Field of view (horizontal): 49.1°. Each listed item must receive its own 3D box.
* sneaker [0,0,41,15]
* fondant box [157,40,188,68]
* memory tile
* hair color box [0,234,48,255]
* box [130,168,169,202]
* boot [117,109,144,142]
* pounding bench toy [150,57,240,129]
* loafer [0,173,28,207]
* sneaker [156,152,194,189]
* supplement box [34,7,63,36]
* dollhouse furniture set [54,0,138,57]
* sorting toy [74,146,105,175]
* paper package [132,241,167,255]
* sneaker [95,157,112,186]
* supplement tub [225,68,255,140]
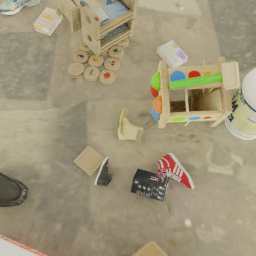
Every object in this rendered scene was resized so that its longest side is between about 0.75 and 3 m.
[{"bbox_3d":[-4.894,-5.718,12.339,1.947,0.840,0.755,-31,69,-14],"label":"sneaker"},{"bbox_3d":[1.795,-2.979,11.360,0.762,0.307,1.056,-31,70,-14],"label":"fondant box"},{"bbox_3d":[-1.182,-2.983,11.413,1.960,0.215,2.558,14,66,7],"label":"memory tile"},{"bbox_3d":[-2.843,4.225,7.659,2.935,0.938,1.628,18,67,10],"label":"hair color box"},{"bbox_3d":[0.693,1.779,8.815,1.074,0.569,0.656,14,22,11],"label":"box"},{"bbox_3d":[0.120,-0.095,9.949,0.906,0.424,1.165,7,66,4],"label":"boot"},{"bbox_3d":[1.903,-1.202,8.789,2.284,2.928,1.819,-2,77,1],"label":"pounding bench toy"},{"bbox_3d":[-4.606,1.705,8.755,2.934,1.061,1.068,14,65,5],"label":"loafer"},{"bbox_3d":[1.487,1.524,9.151,0.791,0.501,1.406,-26,60,-16],"label":"sneaker"},{"bbox_3d":[-3.416,-4.597,12.046,0.719,0.419,1.140,22,66,9],"label":"supplement box"},{"bbox_3d":[-1.320,-4.776,11.010,1.961,1.950,2.782,-37,75,-20],"label":"dollhouse furniture set"},{"bbox_3d":[-1.310,1.110,9.557,0.835,0.152,0.773,35,70,20],"label":"sorting toy"},{"bbox_3d":[0.493,4.661,7.258,2.491,1.289,2.374,-40,71,-17],"label":"paper package"},{"bbox_3d":[-0.706,1.478,9.281,0.487,0.347,0.982,18,72,6],"label":"sneaker"},{"bbox_3d":[4.240,-0.704,9.170,1.693,2.335,1.693,0,65,0],"label":"supplement tub"}]
